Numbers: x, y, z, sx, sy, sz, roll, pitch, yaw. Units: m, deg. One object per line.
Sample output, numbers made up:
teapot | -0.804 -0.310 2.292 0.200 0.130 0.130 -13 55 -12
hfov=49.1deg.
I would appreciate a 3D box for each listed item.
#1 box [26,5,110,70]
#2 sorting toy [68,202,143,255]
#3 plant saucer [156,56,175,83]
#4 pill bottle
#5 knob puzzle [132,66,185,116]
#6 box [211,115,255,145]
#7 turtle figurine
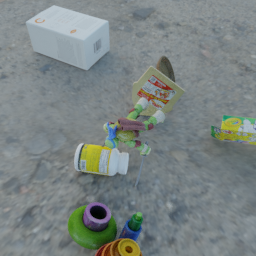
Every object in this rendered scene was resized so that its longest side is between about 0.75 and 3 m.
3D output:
box | -2.368 -3.708 11.367 2.781 1.355 1.730 24 52 19
sorting toy | -0.296 2.256 5.955 1.380 0.943 2.297 -3 36 -38
plant saucer | 1.305 -1.763 9.707 0.213 1.445 1.445 -8 43 28
pill bottle | -0.700 0.883 7.654 1.377 0.774 0.774 7 49 7
knob puzzle | 0.810 -1.034 9.029 1.704 1.704 0.236 3 32 3
box | 3.390 0.103 7.945 1.992 1.169 0.482 6 74 18
turtle figurine | 0.066 0.170 7.799 1.371 1.905 1.847 21 53 44
